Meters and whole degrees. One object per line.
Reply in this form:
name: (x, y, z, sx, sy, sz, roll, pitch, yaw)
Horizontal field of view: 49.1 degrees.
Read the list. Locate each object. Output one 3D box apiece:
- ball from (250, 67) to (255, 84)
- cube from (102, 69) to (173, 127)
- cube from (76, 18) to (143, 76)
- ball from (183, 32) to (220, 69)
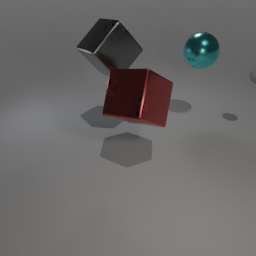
ball: (5.025, -2.013, 10.679, 0.700, 0.700, 0.700, 0, 31, 0)
cube: (0.301, -0.871, 8.260, 1.400, 1.400, 1.400, 9, -3, 38)
cube: (-0.645, -2.734, 9.680, 1.400, 1.400, 1.400, -52, 39, -4)
ball: (2.878, -3.031, 11.001, 1.400, 1.400, 1.400, 0, 31, 0)
